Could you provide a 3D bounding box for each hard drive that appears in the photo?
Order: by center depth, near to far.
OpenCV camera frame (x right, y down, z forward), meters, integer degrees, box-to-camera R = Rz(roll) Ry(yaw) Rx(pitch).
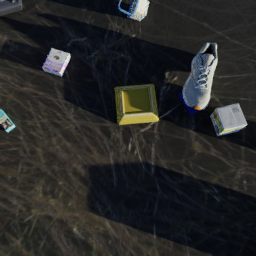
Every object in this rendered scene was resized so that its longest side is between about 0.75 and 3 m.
[{"bbox_3d":[-5.694,-6.132,12.660,1.591,0.499,2.360,-20,74,-6],"label":"hard drive"}]

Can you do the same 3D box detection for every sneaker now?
[{"bbox_3d":[2.833,-2.090,10.769,1.094,1.329,2.890,12,63,3],"label":"sneaker"}]

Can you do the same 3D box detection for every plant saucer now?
[{"bbox_3d":[0.334,-1.024,11.111,1.645,0.399,1.645,-5,73,-1],"label":"plant saucer"}]

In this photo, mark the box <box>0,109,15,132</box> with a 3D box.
[{"bbox_3d":[-4.850,-0.291,10.968,0.369,0.221,0.897,-41,77,-12],"label":"box"}]

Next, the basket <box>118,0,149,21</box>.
[{"bbox_3d":[0.216,-5.298,12.124,1.249,0.868,1.101,25,71,-26],"label":"basket"}]

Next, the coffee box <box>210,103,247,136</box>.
[{"bbox_3d":[3.779,-0.299,10.621,0.888,0.878,0.887,-13,73,-4],"label":"coffee box"}]

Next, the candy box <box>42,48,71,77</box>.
[{"bbox_3d":[-2.969,-2.741,11.663,0.819,0.349,0.977,19,73,8],"label":"candy box"}]

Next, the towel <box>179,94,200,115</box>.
[{"bbox_3d":[2.578,-1.082,11.203,0.737,0.247,0.998,-28,75,-9],"label":"towel"}]
